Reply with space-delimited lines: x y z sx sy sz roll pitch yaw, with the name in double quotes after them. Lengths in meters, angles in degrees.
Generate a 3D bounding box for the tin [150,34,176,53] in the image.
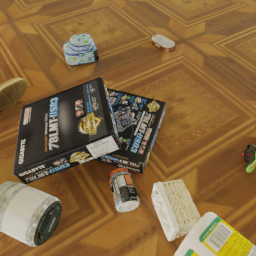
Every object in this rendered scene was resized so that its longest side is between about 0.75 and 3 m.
1.493 -3.632 11.963 0.694 0.260 1.240 -32 57 -29 "tin"

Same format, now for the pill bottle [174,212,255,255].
2.255 2.992 5.627 2.418 1.364 1.364 37 59 28 "pill bottle"

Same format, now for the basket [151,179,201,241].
1.151 1.956 6.852 0.761 0.837 1.234 -13 51 -13 "basket"

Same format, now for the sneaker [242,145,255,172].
3.506 0.873 8.101 0.446 0.409 1.066 15 43 26 "sneaker"

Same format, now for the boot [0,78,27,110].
-4.883 -1.216 9.531 1.873 0.877 2.409 30 60 23 "boot"

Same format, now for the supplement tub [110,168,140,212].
-0.118 1.594 7.286 0.626 0.626 1.021 -11 50 -9 "supplement tub"

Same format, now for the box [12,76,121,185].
-1.726 -0.065 7.817 2.713 0.679 2.733 -19 42 4 "box"

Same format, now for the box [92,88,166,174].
-0.355 -0.084 8.692 2.555 0.640 2.574 15 52 11 "box"

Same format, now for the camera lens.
-2.399 1.995 6.590 1.455 1.164 1.164 18 52 15 "camera lens"

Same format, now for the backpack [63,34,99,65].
-1.910 -3.121 11.071 1.271 0.934 1.163 -15 48 -7 "backpack"
